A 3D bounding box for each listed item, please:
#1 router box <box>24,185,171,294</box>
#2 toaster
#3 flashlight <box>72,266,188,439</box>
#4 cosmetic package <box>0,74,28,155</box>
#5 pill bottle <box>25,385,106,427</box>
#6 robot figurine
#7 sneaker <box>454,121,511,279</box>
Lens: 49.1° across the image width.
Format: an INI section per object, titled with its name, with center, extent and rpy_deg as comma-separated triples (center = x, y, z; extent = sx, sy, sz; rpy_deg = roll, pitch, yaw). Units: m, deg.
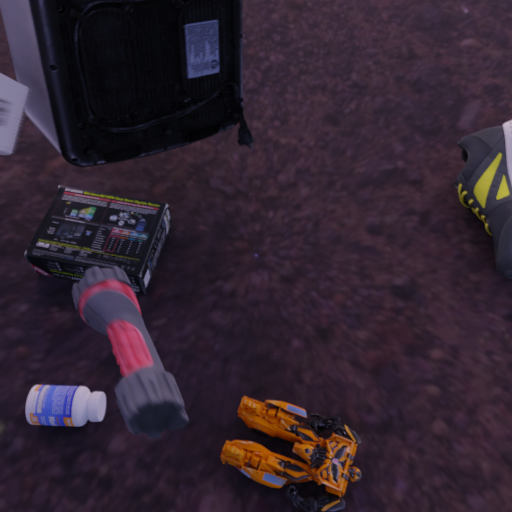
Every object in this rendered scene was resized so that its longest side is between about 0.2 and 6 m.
[router box]
center = -2.745, -0.315, 9.941
extent = 2.116, 0.657, 1.585
rpy_deg = 11, 58, 6
[toaster]
center = -1.970, -3.351, 8.969
extent = 3.382, 3.740, 2.219
rpy_deg = -22, 40, -28
[flashlight]
center = -1.485, 0.987, 6.241
extent = 0.747, 0.750, 2.206
rpy_deg = -21, 41, -14
[cosmetic package]
center = -3.518, -1.688, 6.580
extent = 1.613, 0.684, 0.868
rpy_deg = 7, 83, 32
[pill bottle]
center = -2.810, 2.234, 8.336
extent = 1.040, 0.583, 0.583
rpy_deg = 2, 57, 2
[robot figurine]
center = 0.554, 2.792, 7.982
extent = 1.947, 0.567, 1.412
rpy_deg = 16, 60, 10
[sneaker]
center = 4.374, -1.005, 10.294
extent = 1.337, 1.177, 3.160
rpy_deg = -6, 60, 30
